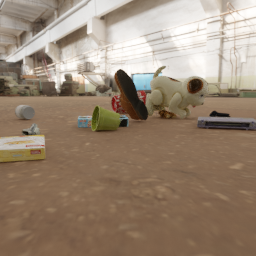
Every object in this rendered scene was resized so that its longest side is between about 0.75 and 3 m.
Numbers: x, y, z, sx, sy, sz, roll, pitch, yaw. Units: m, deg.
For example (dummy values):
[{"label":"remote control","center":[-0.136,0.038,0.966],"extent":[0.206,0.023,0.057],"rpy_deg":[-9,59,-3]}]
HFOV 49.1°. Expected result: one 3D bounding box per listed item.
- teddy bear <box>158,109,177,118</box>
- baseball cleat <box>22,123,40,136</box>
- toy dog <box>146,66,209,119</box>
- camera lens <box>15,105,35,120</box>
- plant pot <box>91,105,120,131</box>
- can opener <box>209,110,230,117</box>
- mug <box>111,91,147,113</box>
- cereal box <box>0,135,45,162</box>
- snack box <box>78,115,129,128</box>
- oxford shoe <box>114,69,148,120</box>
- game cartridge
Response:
[{"label":"teddy bear","center":[2.112,-0.761,15.045],"extent":[0.917,0.422,1.264],"rpy_deg":[2,8,-2]},{"label":"baseball cleat","center":[-3.302,0.068,9.455],"extent":[0.585,0.383,1.100],"rpy_deg":[-4,8,-26]},{"label":"toy dog","center":[2.732,-1.852,14.696],"extent":[2.980,2.889,2.079],"rpy_deg":[-2,-7,32]},{"label":"camera lens","center":[-5.256,-0.804,14.260],"extent":[0.893,0.714,0.714],"rpy_deg":[8,11,43]},{"label":"plant pot","center":[-0.814,-0.301,10.576],"extent":[0.906,0.985,0.985],"rpy_deg":[9,4,-23]},{"label":"can opener","center":[4.994,-0.697,15.189],"extent":[1.113,0.438,0.353],"rpy_deg":[10,-27,36]},{"label":"mug","center":[0.026,-1.437,17.980],"extent":[2.061,1.829,1.375],"rpy_deg":[-8,47,-21]},{"label":"cereal box","center":[-2.635,0.469,6.864],"extent":[1.166,0.320,1.620],"rpy_deg":[-3,9,-17]},{"label":"snack box","center":[-1.072,-0.291,11.897],"extent":[2.062,0.383,1.198],"rpy_deg":[-1,8,-8]},{"label":"oxford shoe","center":[-0.072,-1.407,12.816],"extent":[0.984,2.760,0.984],"rpy_deg":[-4,37,34]},{"label":"game cartridge","center":[3.990,-0.204,11.406],"extent":[2.246,0.431,1.456],"rpy_deg":[2,5,16]}]
